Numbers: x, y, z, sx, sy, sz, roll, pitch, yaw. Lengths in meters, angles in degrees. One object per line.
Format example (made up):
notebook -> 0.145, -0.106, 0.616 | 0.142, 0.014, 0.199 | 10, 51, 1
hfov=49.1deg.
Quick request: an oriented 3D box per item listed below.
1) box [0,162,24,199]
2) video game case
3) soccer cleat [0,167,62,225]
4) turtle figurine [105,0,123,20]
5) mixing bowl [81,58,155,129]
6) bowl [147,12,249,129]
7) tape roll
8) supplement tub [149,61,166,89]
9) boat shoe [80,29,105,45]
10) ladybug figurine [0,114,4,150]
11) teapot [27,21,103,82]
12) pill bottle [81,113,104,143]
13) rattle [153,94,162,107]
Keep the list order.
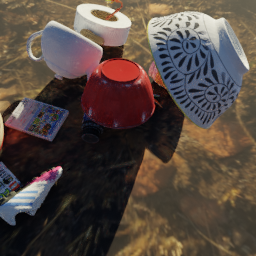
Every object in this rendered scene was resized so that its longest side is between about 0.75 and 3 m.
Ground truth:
box -> -3.783, 1.886, 7.279 | 1.063, 0.335, 1.931 | 38, 64, 22
video game case -> -2.868, -0.306, 8.878 | 1.638, 0.148, 1.173 | 17, 57, 11
soccer cleat -> -2.422, 1.747, 7.290 | 1.869, 0.653, 0.807 | -33, 95, -31
turtle figurine -> -0.526, -4.565, 8.118 | 0.808, 2.510, 2.024 | -26, 81, -38
mixing bowl -> -0.242, -1.232, 8.278 | 2.306, 1.249, 2.306 | 4, 46, -4
bowl -> 1.667, -1.419, 5.826 | 1.248, 2.658, 2.658 | -25, 49, 32
tape roll -> -0.953, -3.884, 10.503 | 2.087, 0.730, 2.087 | 12, 38, -10
supplement tub -> 1.407, -1.766, 9.397 | 1.254, 0.912, 0.912 | 39, 64, 23
boat shoe -> -1.216, -3.099, 9.626 | 0.914, 0.296, 0.329 | 25, 87, 2
ladybug figurine -> -4.431, 0.283, 7.916 | 1.930, 1.023, 2.843 | -15, 55, -7
teapot -> -2.067, -2.426, 9.428 | 1.620, 2.190, 2.218 | -61, 38, 10
pill bottle -> -1.029, -0.192, 8.473 | 0.681, 0.681, 1.218 | 5, 56, 4
rattle -> 0.143, -1.223, 8.831 | 1.920, 1.372, 1.250 | 7, 37, 12
